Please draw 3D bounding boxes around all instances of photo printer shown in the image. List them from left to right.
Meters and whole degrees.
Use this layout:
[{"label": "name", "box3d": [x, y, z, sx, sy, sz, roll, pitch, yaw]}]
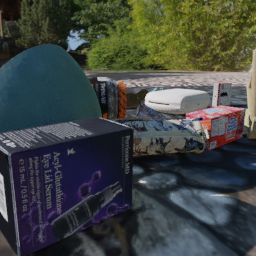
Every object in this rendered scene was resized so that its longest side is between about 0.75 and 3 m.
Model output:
[{"label": "photo printer", "box3d": [2.324, -1.320, 13.537, 2.252, 0.940, 2.707, 14, 19, 43]}]

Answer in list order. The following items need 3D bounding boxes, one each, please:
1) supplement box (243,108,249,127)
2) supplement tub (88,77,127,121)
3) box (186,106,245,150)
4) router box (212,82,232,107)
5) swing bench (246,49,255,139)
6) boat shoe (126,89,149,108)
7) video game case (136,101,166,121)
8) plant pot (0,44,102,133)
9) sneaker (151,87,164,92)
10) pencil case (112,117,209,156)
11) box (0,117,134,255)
[{"label": "supplement box", "box3d": [4.958, -0.333, 10.347, 0.952, 0.639, 0.951, -1, 15, -5]}, {"label": "supplement tub", "box3d": [-1.605, -1.022, 10.691, 2.962, 1.815, 1.815, -3, 15, -9]}, {"label": "box", "box3d": [2.694, -0.067, 8.640, 1.938, 0.966, 0.925, -14, 20, -39]}, {"label": "router box", "box3d": [4.956, -1.771, 14.748, 1.093, 1.217, 0.297, -9, 17, -32]}, {"label": "swing bench", "box3d": [5.308, -0.777, 8.584, 2.961, 1.931, 2.977, 4, 59, 18]}, {"label": "boat shoe", "box3d": [0.213, -1.418, 14.627, 2.189, 0.788, 0.739, -23, -7, -39]}, {"label": "video game case", "box3d": [0.838, -0.426, 9.947, 1.140, 0.161, 1.262, 29, 23, -8]}, {"label": "plant pot", "box3d": [-1.699, -0.168, 6.481, 1.922, 2.854, 2.854, 39, 25, 10]}, {"label": "sneaker", "box3d": [1.733, -2.314, 18.044, 1.432, 0.618, 0.556, -11, 18, -37]}, {"label": "pencil case", "box3d": [0.741, 0.229, 7.310, 2.535, 0.986, 1.134, -2, -22, -9]}, {"label": "box", "box3d": [-0.981, 0.742, 4.451, 2.040, 1.509, 1.064, -13, 20, -38]}]
